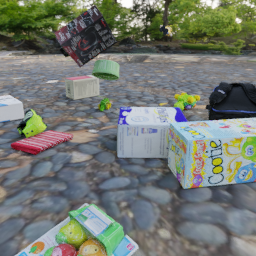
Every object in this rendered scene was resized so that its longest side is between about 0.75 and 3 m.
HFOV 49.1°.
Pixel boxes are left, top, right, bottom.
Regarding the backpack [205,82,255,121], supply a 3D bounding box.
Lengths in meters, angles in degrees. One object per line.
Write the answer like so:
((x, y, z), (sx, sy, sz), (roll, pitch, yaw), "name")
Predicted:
((4.240, -0.833, 11.007), (2.306, 1.777, 2.197), (9, 44, 14), "backpack")

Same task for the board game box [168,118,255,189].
((2.599, 0.627, 7.703), (2.672, 1.376, 1.401), (-3, 19, -9), "board game box")

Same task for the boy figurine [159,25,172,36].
((1.740, -4.367, 12.572), (0.682, 0.353, 1.097), (42, 28, 3), "boy figurine")

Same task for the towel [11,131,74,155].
((-3.018, 0.472, 9.965), (1.331, 0.207, 1.840), (9, 19, 30), "towel")

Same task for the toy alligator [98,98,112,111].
((-1.165, -1.333, 14.672), (0.546, 0.500, 1.841), (4, 20, 11), "toy alligator")

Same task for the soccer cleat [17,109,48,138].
((-3.866, -0.181, 10.902), (0.973, 0.810, 2.400), (-32, 22, -19), "soccer cleat")

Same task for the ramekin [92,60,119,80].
((-1.097, -2.936, 14.157), (1.403, 0.685, 1.403), (7, -5, 1), "ramekin")

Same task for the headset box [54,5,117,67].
((-1.999, -4.093, 12.935), (2.490, 1.850, 0.934), (-33, 62, 5), "headset box")

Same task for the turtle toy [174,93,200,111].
((2.861, -1.279, 14.128), (1.494, 0.755, 1.089), (-18, 27, -41), "turtle toy")

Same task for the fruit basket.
((-0.887, 2.028, 4.668), (1.604, 0.752, 1.486), (-25, 35, -37), "fruit basket")

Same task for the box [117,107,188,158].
((0.791, 0.085, 9.568), (2.254, 1.183, 2.073), (1, 20, 0), "box")

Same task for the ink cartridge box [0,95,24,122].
((-5.841, -0.913, 13.019), (1.362, 0.793, 1.883), (-14, 24, -35), "ink cartridge box")

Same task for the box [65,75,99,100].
((-2.756, -2.484, 16.945), (1.828, 1.169, 0.996), (-16, 25, -38), "box")
